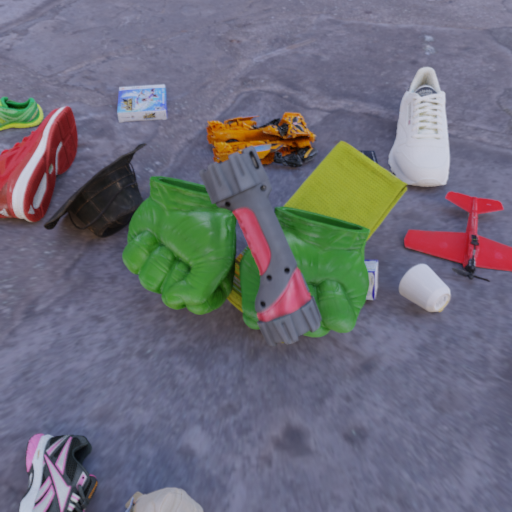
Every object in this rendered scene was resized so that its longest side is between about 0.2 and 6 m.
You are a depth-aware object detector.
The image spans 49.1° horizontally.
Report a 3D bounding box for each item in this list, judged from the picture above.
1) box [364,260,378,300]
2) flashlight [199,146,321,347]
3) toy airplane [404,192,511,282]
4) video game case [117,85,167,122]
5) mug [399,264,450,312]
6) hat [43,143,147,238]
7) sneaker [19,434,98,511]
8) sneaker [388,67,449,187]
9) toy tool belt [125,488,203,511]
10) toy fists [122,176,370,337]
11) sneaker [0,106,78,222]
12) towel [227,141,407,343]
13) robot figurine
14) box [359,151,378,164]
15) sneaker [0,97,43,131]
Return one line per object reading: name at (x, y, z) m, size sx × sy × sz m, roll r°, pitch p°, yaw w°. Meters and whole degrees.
box at (1.971, 0.416, 9.867) m, size 0.306 × 0.536 × 0.583 m, roll 2°, pitch 22°, yaw 16°
flashlight at (0.024, -0.084, 7.369) m, size 0.848 × 2.505 × 0.851 m, roll -31°, pitch 8°, yaw -41°
toy airplane at (4.243, -0.442, 10.929) m, size 2.505 × 0.461 × 2.505 m, roll 1°, pitch 45°, yaw -1°
video game case at (-2.974, -4.008, 14.660) m, size 1.231 × 0.309 × 1.358 m, roll -6°, pitch 45°, yaw -5°
mug at (2.945, 0.596, 9.464) m, size 0.831 × 0.666 × 0.683 m, roll 6°, pitch 27°, yaw -38°
hat at (-2.779, -1.072, 10.922) m, size 1.090 × 2.703 × 2.703 m, roll 47°, pitch 50°, yaw -11°
sneaker at (-2.463, 3.093, 7.113) m, size 0.868 × 0.807 × 2.010 m, roll -8°, pitch 46°, yaw -10°
sneaker at (3.794, -2.932, 12.815) m, size 1.322 × 1.392 × 3.459 m, roll 5°, pitch 46°, yaw 3°
toy tool belt at (-1.434, 3.619, 6.547) m, size 1.122 × 1.140 × 1.826 m, roll -15°, pitch 33°, yaw 31°
toy fists at (-0.221, 0.139, 8.632) m, size 3.889 × 1.982 × 1.337 m, roll 14°, pitch 13°, yaw 9°
sneaker at (-5.230, -2.176, 12.109) m, size 1.970 × 1.336 × 3.410 m, roll 4°, pitch 43°, yaw 2°
towel at (0.987, -0.349, 9.719) m, size 1.562 × 0.328 × 3.630 m, roll 39°, pitch 77°, yaw 10°
robot figurine at (0.190, -2.708, 13.028) m, size 2.541 × 0.740 × 1.842 m, roll -9°, pitch 47°, yaw -9°
box at (2.249, -1.897, 12.310) m, size 0.788 × 0.497 × 0.801 m, roll 0°, pitch 49°, yaw -2°
sneaker at (-6.301, -3.522, 13.811) m, size 1.917 × 0.801 × 0.710 m, roll -16°, pitch 48°, yaw -15°
